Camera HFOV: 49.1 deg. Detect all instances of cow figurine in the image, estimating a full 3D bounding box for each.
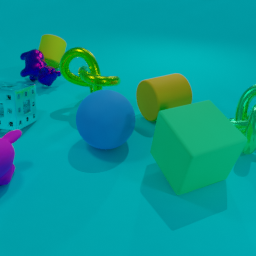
[{"bbox_3d":[-3.046,-2.146,9.761,1.484,1.508,0.828,-15,-16,26],"label":"cow figurine"}]

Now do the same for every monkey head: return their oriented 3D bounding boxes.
[{"bbox_3d":[-2.922,0.647,5.549,1.264,1.059,1.757,14,29,27],"label":"monkey head"}]

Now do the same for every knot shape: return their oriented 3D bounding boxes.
[{"bbox_3d":[-1.077,-1.413,8.219,1.805,1.689,0.834,31,72,13],"label":"knot shape"},{"bbox_3d":[2.980,-0.308,6.655,0.825,1.671,1.785,41,9,-13],"label":"knot shape"}]

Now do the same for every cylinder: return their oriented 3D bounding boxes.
[{"bbox_3d":[0.990,-0.858,7.786,1.143,1.143,1.143,-16,36,-26],"label":"cylinder"},{"bbox_3d":[-2.987,-2.974,10.939,0.981,0.981,0.981,10,-10,2],"label":"cylinder"}]

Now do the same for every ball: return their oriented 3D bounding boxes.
[{"bbox_3d":[-0.520,-0.198,6.592,1.394,1.394,1.394,0,33,0],"label":"ball"}]

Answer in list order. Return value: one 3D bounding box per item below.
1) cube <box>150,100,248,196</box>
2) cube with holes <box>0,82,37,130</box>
[{"bbox_3d":[1.326,0.371,5.628,1.235,1.235,1.235,-13,47,-20],"label":"cube"},{"bbox_3d":[-3.115,-0.606,7.361,1.007,1.007,1.007,7,19,10],"label":"cube with holes"}]
